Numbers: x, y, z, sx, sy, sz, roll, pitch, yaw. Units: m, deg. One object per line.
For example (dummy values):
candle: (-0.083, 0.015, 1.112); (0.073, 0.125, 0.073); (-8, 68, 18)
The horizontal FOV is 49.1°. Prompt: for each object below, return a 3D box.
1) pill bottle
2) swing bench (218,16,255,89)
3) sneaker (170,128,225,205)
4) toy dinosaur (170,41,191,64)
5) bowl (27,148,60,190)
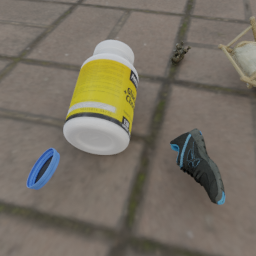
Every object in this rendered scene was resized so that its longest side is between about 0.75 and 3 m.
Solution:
pill bottle: (-0.528, -0.795, 6.643); (1.460, 1.460, 2.606); (6, 60, 6)
swing bench: (3.862, -1.778, 7.999); (1.901, 1.234, 1.891); (31, 33, -31)
sneaker: (1.390, 0.809, 5.633); (0.714, 0.638, 1.743); (-20, 44, 5)
toy dinosaur: (1.699, -2.409, 9.282); (0.503, 0.668, 1.307); (25, 54, 0)
bowl: (-1.647, 0.804, 5.473); (0.874, 0.172, 0.874); (-38, 30, 26)
